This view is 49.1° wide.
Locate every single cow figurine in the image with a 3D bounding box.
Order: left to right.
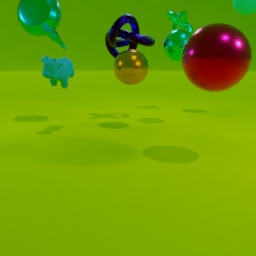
[{"bbox_3d":[-1.812,-1.573,7.352,0.620,1.112,1.130,14,50,8],"label":"cow figurine"}]

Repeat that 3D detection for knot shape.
[{"bbox_3d":[-0.067,-2.924,8.998,1.718,0.794,1.608,-8,-18,17],"label":"knot shape"},{"bbox_3d":[2.036,-3.939,10.744,1.236,1.157,0.571,-2,-22,-43],"label":"knot shape"}]

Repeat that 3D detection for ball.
[{"bbox_3d":[0.089,-1.727,7.995,1.008,1.008,1.008,0,13,0],"label":"ball"},{"bbox_3d":[1.536,-2.444,8.334,0.966,0.966,0.966,0,13,0],"label":"ball"},{"bbox_3d":[1.544,-1.225,4.938,1.176,1.176,1.176,0,13,0],"label":"ball"},{"bbox_3d":[4.042,-4.333,9.388,1.000,1.000,1.000,0,13,0],"label":"ball"}]

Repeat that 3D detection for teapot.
[{"bbox_3d":[-2.482,-3.223,8.207,1.285,2.067,1.012,-33,-3,8],"label":"teapot"}]
